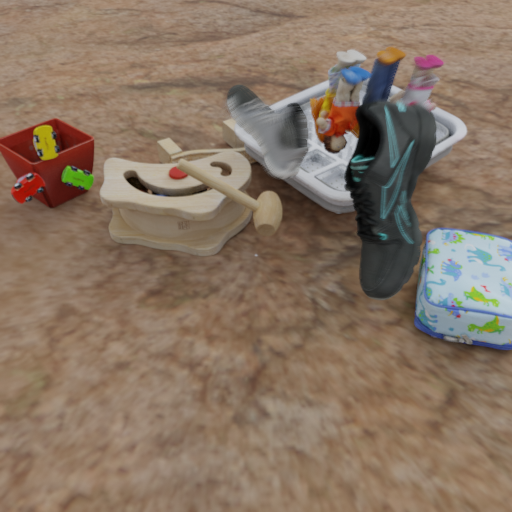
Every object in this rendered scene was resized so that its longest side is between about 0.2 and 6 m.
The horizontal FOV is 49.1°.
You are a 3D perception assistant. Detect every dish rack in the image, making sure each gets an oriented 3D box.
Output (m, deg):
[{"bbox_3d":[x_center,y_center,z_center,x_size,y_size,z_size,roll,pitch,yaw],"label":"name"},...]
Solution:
[{"bbox_3d":[1.869,-2.283,11.278,3.869,0.842,3.321,-31,52,-27],"label":"dish rack"}]

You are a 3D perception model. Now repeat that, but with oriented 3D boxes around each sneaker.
[{"bbox_3d":[0.305,-2.339,9.324,0.730,1.124,1.946,-27,77,-32],"label":"sneaker"},{"bbox_3d":[1.741,-0.814,8.146,1.150,2.903,1.094,6,2,-28],"label":"sneaker"}]

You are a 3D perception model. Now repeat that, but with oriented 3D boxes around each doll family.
[{"bbox_3d":[1.685,-2.421,8.761,2.444,1.517,1.101,-18,52,-29],"label":"doll family"}]

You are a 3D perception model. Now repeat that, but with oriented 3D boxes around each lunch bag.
[{"bbox_3d":[3.189,0.450,8.222,1.560,0.800,1.941,8,39,12],"label":"lunch bag"}]

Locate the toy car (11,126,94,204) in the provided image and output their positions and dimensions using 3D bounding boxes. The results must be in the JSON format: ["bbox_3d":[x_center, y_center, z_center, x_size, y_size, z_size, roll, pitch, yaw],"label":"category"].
[{"bbox_3d":[-3.540,-1.494,9.938,1.333,1.416,0.316,17,9,-46],"label":"toy car"}]

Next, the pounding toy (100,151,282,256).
[{"bbox_3d":[-1.076,-1.313,9.520,3.329,1.910,1.904,9,44,10],"label":"pounding toy"}]

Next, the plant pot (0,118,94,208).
[{"bbox_3d":[-3.878,-1.695,10.612,1.305,1.150,1.304,30,47,30],"label":"plant pot"}]

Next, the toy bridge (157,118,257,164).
[{"bbox_3d":[-0.292,-2.486,12.059,3.727,0.507,1.253,-25,50,-25],"label":"toy bridge"}]
